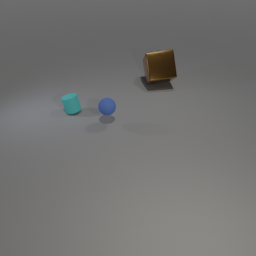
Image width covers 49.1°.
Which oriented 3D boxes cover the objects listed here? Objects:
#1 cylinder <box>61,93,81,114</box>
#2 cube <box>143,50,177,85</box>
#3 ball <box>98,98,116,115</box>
[{"bbox_3d":[-2.458,-1.058,12.156,0.700,0.700,0.700,-12,27,6],"label":"cylinder"},{"bbox_3d":[1.608,-3.106,14.447,1.400,1.400,1.400,-9,2,-3],"label":"cube"},{"bbox_3d":[-0.826,-0.847,11.075,0.700,0.700,0.700,0,31,0],"label":"ball"}]
